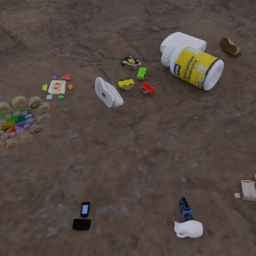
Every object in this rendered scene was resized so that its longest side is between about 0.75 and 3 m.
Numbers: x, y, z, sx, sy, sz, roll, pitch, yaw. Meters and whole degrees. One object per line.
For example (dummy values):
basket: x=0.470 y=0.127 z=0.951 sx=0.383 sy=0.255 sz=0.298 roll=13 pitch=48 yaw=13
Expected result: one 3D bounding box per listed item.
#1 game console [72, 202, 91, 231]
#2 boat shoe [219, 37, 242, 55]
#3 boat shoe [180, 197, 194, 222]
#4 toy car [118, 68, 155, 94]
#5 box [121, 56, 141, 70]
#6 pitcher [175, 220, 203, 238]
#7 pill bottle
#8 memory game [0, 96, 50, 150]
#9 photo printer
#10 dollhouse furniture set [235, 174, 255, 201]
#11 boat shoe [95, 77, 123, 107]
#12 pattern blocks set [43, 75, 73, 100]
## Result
game console: x=-1.477 y=2.881 z=9.200 sx=0.570 sy=0.117 sz=0.967 roll=2 pitch=49 yaw=2
boat shoe: x=5.573 y=-4.389 z=15.166 sx=0.591 sy=0.593 sz=1.643 roll=12 pitch=31 yaw=-30
boat shoe: x=1.898 y=2.702 z=9.223 sx=0.377 sy=0.307 sz=0.896 roll=-14 pitch=51 yaw=-12
toy car: x=0.555 y=-2.262 z=13.389 sx=1.766 sy=0.394 sz=1.662 roll=13 pitch=51 yaw=10
box: x=0.149 y=-3.356 z=14.438 sx=0.844 sy=0.208 sz=0.674 roll=34 pitch=59 yaw=25
pitcher: x=1.881 y=3.167 z=8.637 sx=0.818 sy=0.496 sz=0.702 roll=0 pitch=13 yaw=3
pill bottle: x=2.980 y=-2.989 z=13.270 sx=2.696 sy=1.510 sz=1.510 roll=33 pitch=57 yaw=25
memory game: x=-3.146 y=-0.066 z=7.778 sx=2.186 sy=2.186 sz=0.139 roll=-30 pitch=67 yaw=-23
photo printer: x=2.867 y=-4.296 z=14.894 sx=2.044 sy=0.710 sz=1.701 roll=28 pitch=56 yaw=23
dollhouse furniture set: x=4.348 y=1.901 z=9.709 sx=1.247 sy=0.609 sz=1.063 roll=5 pitch=50 yaw=4
boat shoe: x=-0.728 y=-1.378 z=10.677 sx=0.588 sy=0.643 sz=1.788 roll=-2 pitch=32 yaw=-31
pattern blocks set: x=-3.336 y=-1.945 z=13.286 sx=1.412 sy=0.130 sz=1.607 roll=-9 pitch=51 yaw=-7
